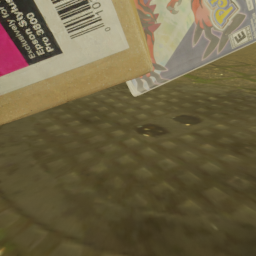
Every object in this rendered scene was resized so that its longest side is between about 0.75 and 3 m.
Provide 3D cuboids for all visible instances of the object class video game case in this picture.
[{"bbox_3d":[0.602,-2.062,4.240,2.400,2.634,0.303,-24,28,12],"label":"video game case"}]

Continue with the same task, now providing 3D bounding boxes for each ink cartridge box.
[{"bbox_3d":[-1.268,-1.491,2.574,2.300,2.792,1.049,-19,40,10],"label":"ink cartridge box"}]
